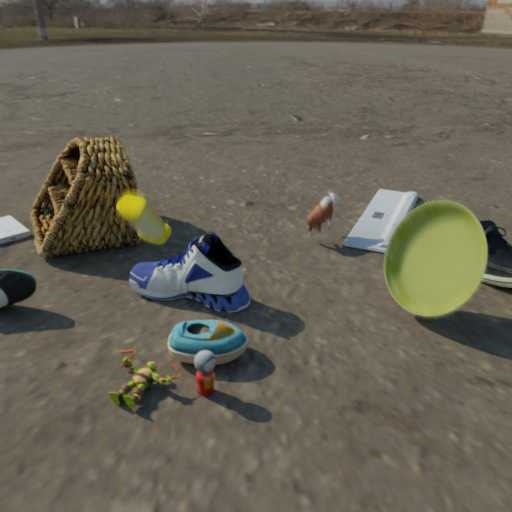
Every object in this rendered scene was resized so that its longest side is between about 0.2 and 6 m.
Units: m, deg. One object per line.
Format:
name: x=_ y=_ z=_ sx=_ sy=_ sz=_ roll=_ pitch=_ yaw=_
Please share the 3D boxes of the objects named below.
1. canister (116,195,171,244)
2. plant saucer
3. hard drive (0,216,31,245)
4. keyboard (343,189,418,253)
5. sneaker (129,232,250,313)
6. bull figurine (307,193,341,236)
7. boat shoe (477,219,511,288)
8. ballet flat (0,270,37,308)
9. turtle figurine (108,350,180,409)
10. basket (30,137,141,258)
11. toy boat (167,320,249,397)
canister: x=-1.976 y=-0.641 z=9.849 sx=0.655 sy=0.882 sz=0.382 roll=17 pitch=65 yaw=33
plant saucer: x=2.833 y=0.057 z=8.813 sx=0.285 sy=1.832 sz=1.832 roll=15 pitch=14 yaw=-37
hard drive: x=-5.442 y=-0.559 z=12.060 sx=0.745 sy=0.151 sz=1.130 roll=-21 pitch=34 yaw=-36
keyboard: x=2.913 y=-0.872 z=12.724 sx=0.999 sy=0.189 sz=3.550 roll=6 pitch=26 yaw=23
sneaker: x=-1.082 y=0.137 z=9.491 sx=2.094 sy=1.209 sz=0.846 roll=9 pitch=27 yaw=17
bull figurine: x=1.390 y=-0.852 z=11.599 sx=0.336 sy=0.626 sz=1.030 roll=21 pitch=47 yaw=37
boat shoe: x=4.239 y=-0.215 z=10.623 sx=1.009 sy=0.842 sz=2.704 roll=-6 pitch=29 yaw=-16
ballet flat: x=-4.591 y=0.648 z=9.199 sx=2.002 sy=0.681 sz=0.685 roll=-3 pitch=34 yaw=17
turtle figurine: x=-1.581 y=1.650 z=7.468 sx=1.000 sy=0.322 sz=0.807 roll=18 pitch=38 yaw=21
basket: x=-3.735 y=-1.419 z=11.725 sx=2.072 sy=1.985 sz=2.781 roll=-9 pitch=28 yaw=-20
toy boat: x=-0.676 y=1.289 z=7.820 sx=1.165 sy=0.644 sz=1.386 roll=-1 pitch=26 yaw=-3
